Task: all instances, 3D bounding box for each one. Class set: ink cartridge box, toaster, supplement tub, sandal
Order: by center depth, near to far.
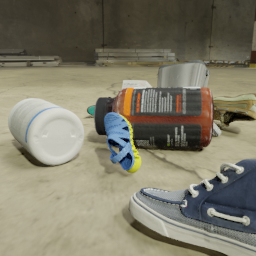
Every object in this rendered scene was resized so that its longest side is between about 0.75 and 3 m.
[{"bbox_3d":[-0.183,0.224,5.231,0.554,0.506,1.273,14,43,-49],"label":"sandal"},{"bbox_3d":[-1.856,0.016,6.199,1.187,1.187,1.799,-10,20,-34],"label":"supplement tub"},{"bbox_3d":[0.601,-0.274,6.748,2.704,1.446,1.446,1,15,9],"label":"supplement tub"},{"bbox_3d":[0.400,-1.417,10.860,0.981,0.578,1.703,5,-9,24],"label":"ink cartridge box"},{"bbox_3d":[2.042,-1.678,11.113,2.325,1.502,1.321,0,-18,32],"label":"toaster"}]

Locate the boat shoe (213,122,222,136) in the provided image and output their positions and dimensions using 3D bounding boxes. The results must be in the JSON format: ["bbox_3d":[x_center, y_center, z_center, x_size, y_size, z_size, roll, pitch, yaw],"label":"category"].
[{"bbox_3d":[1.841,-0.187,7.769,1.533,0.504,0.552,38,-3,6],"label":"boat shoe"}]

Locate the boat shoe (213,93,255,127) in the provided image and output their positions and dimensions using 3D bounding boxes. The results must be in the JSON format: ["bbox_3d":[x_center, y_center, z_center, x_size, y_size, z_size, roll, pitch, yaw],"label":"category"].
[{"bbox_3d":[2.907,-0.443,8.257,0.796,0.846,2.222,35,-17,-17],"label":"boat shoe"}]

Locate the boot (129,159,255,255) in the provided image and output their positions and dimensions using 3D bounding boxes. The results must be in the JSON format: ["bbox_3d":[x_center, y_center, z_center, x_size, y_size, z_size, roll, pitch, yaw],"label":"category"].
[{"bbox_3d":[1.089,0.797,3.234,2.345,1.059,0.853,10,5,32],"label":"boot"}]

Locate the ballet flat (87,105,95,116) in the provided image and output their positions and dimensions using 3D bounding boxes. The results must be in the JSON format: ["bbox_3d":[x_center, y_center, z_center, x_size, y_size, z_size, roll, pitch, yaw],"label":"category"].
[{"bbox_3d":[-1.027,-0.656,10.008,1.137,0.415,0.415,-4,14,-37],"label":"ballet flat"}]
